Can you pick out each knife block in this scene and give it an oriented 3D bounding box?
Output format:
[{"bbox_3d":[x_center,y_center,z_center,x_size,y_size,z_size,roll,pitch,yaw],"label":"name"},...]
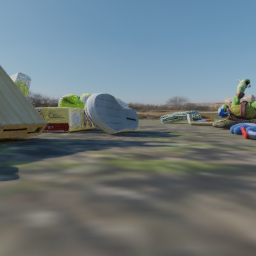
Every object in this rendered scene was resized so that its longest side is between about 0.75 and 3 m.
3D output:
[{"bbox_3d":[-2.714,-1.072,4.431,2.844,2.496,0.910,1,3,24],"label":"knife block"}]

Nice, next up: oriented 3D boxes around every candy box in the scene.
[{"bbox_3d":[-1.698,-0.241,7.494,1.262,0.605,2.187,0,2,12],"label":"candy box"}]

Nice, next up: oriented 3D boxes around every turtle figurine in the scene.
[{"bbox_3d":[4.629,-0.883,9.948,2.383,1.768,2.457,8,10,44],"label":"turtle figurine"}]

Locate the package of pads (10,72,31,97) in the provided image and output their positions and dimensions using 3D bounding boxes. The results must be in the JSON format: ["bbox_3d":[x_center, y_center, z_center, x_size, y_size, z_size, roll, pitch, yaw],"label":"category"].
[{"bbox_3d":[-4.012,-0.983,9.599,1.313,1.699,0.579,-6,-21,42],"label":"package of pads"}]

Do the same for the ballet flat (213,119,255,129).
[{"bbox_3d":[3.358,-0.156,8.245,1.669,0.387,0.562,0,2,9],"label":"ballet flat"}]

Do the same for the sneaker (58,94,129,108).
[{"bbox_3d":[-1.245,-0.827,11.250,2.841,1.076,1.492,11,1,8],"label":"sneaker"}]

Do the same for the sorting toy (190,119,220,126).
[{"bbox_3d":[3.949,-0.240,12.108,2.032,0.272,1.514,2,3,44],"label":"sorting toy"}]

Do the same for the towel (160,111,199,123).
[{"bbox_3d":[3.098,-0.657,16.746,1.794,0.505,2.096,-10,-3,30],"label":"towel"}]

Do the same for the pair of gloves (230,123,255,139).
[{"bbox_3d":[2.851,0.035,5.026,1.808,0.256,2.249,1,3,14],"label":"pair of gloves"}]

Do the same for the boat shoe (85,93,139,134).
[{"bbox_3d":[-0.460,-0.191,6.186,0.727,0.800,2.176,-8,-13,22],"label":"boat shoe"}]

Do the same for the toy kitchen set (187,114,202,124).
[{"bbox_3d":[3.601,-0.392,15.647,0.908,0.535,0.727,2,-20,-24],"label":"toy kitchen set"}]
